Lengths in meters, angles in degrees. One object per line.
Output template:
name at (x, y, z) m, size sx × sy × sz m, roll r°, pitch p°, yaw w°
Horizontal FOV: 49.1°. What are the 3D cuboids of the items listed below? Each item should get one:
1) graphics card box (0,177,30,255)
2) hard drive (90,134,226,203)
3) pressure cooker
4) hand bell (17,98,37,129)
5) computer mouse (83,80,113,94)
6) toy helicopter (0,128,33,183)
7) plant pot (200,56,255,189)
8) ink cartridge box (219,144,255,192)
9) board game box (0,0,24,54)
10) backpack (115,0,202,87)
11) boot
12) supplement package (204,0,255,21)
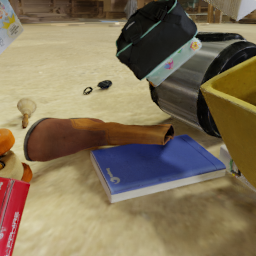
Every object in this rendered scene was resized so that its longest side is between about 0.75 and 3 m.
graphics card box at (-2.565, 1.244, 3.737) m, size 2.253 × 1.413 × 0.573 m, roll 5°, pitch -17°, yaw 11°
hard drive at (0.573, 0.749, 6.034) m, size 2.451 × 0.311 × 1.617 m, roll -9°, pitch 26°, yaw -18°
pressure cooker at (1.984, -1.309, 7.858) m, size 2.596 × 2.556 × 2.906 m, roll -42°, pitch 38°, yaw -11°
hand bell at (-3.059, -0.363, 8.375) m, size 0.597 × 0.597 × 1.147 m, roll -5°, pitch 37°, yaw -11°
computer mouse at (-1.207, -1.595, 11.278) m, size 0.444 × 0.258 × 1.514 m, roll 33°, pitch 45°, yaw 31°
toy helicopter at (-3.226, 1.067, 4.911) m, size 2.767 × 1.091 × 1.830 m, roll -8°, pitch 33°, yaw 8°
plant pot at (3.038, 0.293, 3.862) m, size 2.580 × 2.656 × 2.597 m, roll -28°, pitch 26°, yaw -5°
ink cartridge box at (2.615, 0.747, 5.805) m, size 0.875 × 0.507 × 1.209 m, roll -11°, pitch 27°, yaw -22°
board game box at (-3.019, -1.555, 4.910) m, size 0.397 × 1.558 × 2.318 m, roll 32°, pitch 74°, yaw 14°
backpack at (0.550, -1.854, 5.918) m, size 1.592 × 1.389 × 1.811 m, roll -42°, pitch 31°, yaw 14°
boot at (-0.495, 0.293, 6.024) m, size 2.662 × 0.912 × 2.507 m, roll 4°, pitch 4°, yaw 22°
supplement package at (1.475, -2.661, 4.315) m, size 0.992 × 0.988 × 1.691 m, roll -36°, pitch 62°, yaw -11°
